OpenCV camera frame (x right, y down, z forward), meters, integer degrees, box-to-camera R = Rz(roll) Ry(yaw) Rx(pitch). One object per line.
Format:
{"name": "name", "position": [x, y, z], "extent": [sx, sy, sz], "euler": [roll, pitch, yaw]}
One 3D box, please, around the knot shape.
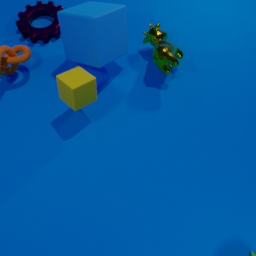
{"name": "knot shape", "position": [-3.371, -1.980, 8.031], "extent": [1.224, 1.308, 0.604], "euler": [-36, 102, -19]}

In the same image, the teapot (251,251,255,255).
{"name": "teapot", "position": [2.808, 3.097, 5.517], "extent": [0.878, 1.793, 1.115], "euler": [-41, 104, -4]}

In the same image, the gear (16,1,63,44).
{"name": "gear", "position": [-2.850, -3.545, 9.339], "extent": [1.644, 0.304, 1.644], "euler": [0, 64, 0]}

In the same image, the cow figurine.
{"name": "cow figurine", "position": [0.957, -2.384, 8.301], "extent": [1.421, 0.793, 1.444], "euler": [42, 36, -7]}

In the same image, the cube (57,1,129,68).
{"name": "cube", "position": [-0.928, -2.650, 7.840], "extent": [1.343, 1.343, 1.343], "euler": [21, 43, 30]}

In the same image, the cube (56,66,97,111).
{"name": "cube", "position": [-1.294, -1.008, 7.125], "extent": [0.716, 0.716, 0.716], "euler": [-33, 55, -30]}
